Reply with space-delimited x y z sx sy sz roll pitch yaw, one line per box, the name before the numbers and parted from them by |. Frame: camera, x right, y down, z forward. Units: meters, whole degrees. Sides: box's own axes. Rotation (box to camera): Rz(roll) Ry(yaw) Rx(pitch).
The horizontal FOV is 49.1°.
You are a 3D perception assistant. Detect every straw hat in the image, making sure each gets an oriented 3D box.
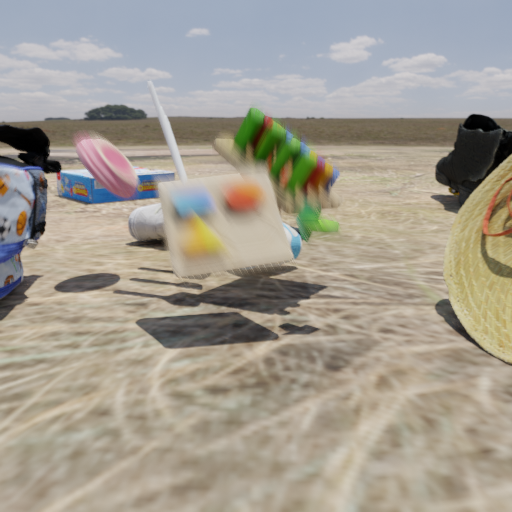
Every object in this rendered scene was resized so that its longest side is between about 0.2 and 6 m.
straw hat | 3.569 0.043 5.429 1.396 3.299 3.299 40 -3 -24

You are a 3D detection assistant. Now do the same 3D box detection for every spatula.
spatula | -0.923 -1.049 7.256 0.181 2.251 1.565 -18 -9 -1

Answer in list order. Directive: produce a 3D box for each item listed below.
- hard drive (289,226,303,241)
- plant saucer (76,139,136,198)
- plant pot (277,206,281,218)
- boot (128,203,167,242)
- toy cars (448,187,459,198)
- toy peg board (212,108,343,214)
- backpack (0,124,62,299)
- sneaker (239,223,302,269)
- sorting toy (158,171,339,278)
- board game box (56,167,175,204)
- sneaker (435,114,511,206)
hard drive | -0.047 -0.373 9.852 1.467 0.241 1.024 -9 16 -31
plant saucer | -1.900 -1.186 7.308 0.237 0.935 0.935 -40 5 15
plant pot | 0.018 -1.029 11.536 0.782 0.897 0.897 -14 10 15
boot | -1.172 -0.738 10.218 1.087 0.836 2.274 4 22 33
toy cars | 5.863 -1.646 14.876 1.489 0.330 0.668 -1 24 1
toy peg board | 0.415 -1.195 6.771 1.319 0.645 1.313 44 29 22
backpack | -3.731 -0.476 6.229 2.745 2.114 2.614 -3 2 -11
sneaker | -0.314 -0.331 8.623 0.950 0.900 2.352 -2 19 -38
sorting toy | -0.068 -0.437 5.705 1.720 0.253 1.271 -9 55 -11
board game box | -3.961 -2.032 15.756 2.481 0.693 2.429 -11 17 -37
sneaker | 5.425 -2.505 13.787 1.243 2.158 4.138 0 24 4
